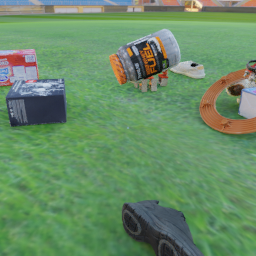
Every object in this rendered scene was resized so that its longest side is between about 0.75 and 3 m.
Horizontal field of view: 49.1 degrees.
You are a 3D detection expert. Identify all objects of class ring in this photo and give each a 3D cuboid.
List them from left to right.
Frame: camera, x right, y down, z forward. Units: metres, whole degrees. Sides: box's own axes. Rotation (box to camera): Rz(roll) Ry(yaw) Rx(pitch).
[{"bbox_3d":[3.669,-1.001,8.811,2.915,0.280,2.915,-22,39,19],"label":"ring"}]

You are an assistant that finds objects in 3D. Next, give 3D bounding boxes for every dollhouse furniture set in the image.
[{"bbox_3d":[0.999,-2.277,12.588,1.527,0.795,1.544,-7,26,-14],"label":"dollhouse furniture set"}]

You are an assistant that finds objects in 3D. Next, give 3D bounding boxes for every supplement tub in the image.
[{"bbox_3d":[0.490,-2.105,8.510,1.938,1.188,1.188,-24,29,-4],"label":"supplement tub"}]

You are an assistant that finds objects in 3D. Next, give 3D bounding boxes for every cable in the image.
[{"bbox_3d":[3.386,-1.665,7.255,1.292,0.627,0.325,-52,9,-26],"label":"cable"}]

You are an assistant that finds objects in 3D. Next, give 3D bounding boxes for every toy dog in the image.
[{"bbox_3d":[4.371,-1.564,10.238,1.671,1.620,1.166,-7,67,-14],"label":"toy dog"}]

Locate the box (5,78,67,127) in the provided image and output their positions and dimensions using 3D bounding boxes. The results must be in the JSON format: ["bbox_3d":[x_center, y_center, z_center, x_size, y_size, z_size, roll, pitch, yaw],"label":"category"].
[{"bbox_3d":[-3.015,-0.945,9.550,1.761,1.007,1.934,-4,26,-11],"label":"box"}]

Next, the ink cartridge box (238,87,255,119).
[{"bbox_3d":[5.288,-0.808,9.372,2.540,0.970,1.733,-11,28,-25],"label":"ink cartridge box"}]

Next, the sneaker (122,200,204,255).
[{"bbox_3d":[0.714,1.694,4.455,0.871,0.729,1.920,-9,29,-35],"label":"sneaker"}]

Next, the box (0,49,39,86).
[{"bbox_3d":[-5.658,-2.798,12.970,2.817,1.404,1.345,-8,27,-16],"label":"box"}]

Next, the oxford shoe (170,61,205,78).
[{"bbox_3d":[3.056,-3.156,14.564,0.919,0.706,2.443,-17,28,-26],"label":"oxford shoe"}]
